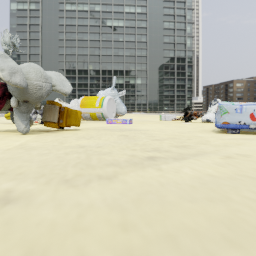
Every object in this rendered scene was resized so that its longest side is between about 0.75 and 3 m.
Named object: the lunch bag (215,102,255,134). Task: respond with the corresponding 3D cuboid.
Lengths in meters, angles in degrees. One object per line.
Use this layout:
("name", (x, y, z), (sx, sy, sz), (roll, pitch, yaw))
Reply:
("lunch bag", (3.209, -0.262, 7.391), (1.682, 0.793, 2.099), (4, 4, 20))

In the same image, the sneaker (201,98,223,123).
("sneaker", (4.030, -0.847, 13.321), (1.813, 1.180, 0.723), (-4, 4, -44))

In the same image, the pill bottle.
("pill bottle", (-2.015, -1.097, 15.781), (2.421, 1.365, 1.365), (1, 4, 23))

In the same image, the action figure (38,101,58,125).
("action figure", (-3.024, -0.595, 11.215), (1.707, 0.871, 1.014), (2, 26, 41))

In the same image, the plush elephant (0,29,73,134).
("plush elephant", (-2.746, -0.873, 6.941), (2.183, 2.819, 2.322), (27, 13, 37))

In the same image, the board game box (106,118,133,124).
("board game box", (-0.353, -0.285, 11.988), (1.010, 0.226, 0.679), (1, 4, 13))

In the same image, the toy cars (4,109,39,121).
("toy cars", (-4.313, -0.442, 11.525), (1.249, 0.617, 2.786), (-24, 19, -28))

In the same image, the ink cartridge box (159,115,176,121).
("ink cartridge box", (2.223, -0.564, 15.560), (0.571, 0.330, 0.782), (-3, 5, -39))

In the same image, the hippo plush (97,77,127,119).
("hippo plush", (-1.513, -1.280, 17.708), (2.324, 2.303, 2.891), (-37, 4, -29))

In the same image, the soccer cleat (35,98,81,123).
("soccer cleat", (-3.463, -0.792, 12.874), (2.909, 1.128, 1.008), (1, 4, 19))

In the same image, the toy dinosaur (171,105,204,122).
("toy dinosaur", (2.858, -0.495, 13.299), (1.480, 0.756, 1.004), (-32, -17, 7))

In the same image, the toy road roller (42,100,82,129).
("toy road roller", (-1.833, -0.333, 8.001), (0.856, 0.721, 1.173), (4, -5, 11))
